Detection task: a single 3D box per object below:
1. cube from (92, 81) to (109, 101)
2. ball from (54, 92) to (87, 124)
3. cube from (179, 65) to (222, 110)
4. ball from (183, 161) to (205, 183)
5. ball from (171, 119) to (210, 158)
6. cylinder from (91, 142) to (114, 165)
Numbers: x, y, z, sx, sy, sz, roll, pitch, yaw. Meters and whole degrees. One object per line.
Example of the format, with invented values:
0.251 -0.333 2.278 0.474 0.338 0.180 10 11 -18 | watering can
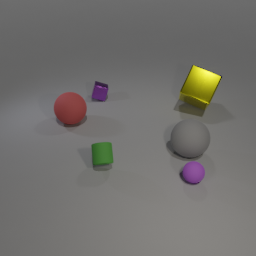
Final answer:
-1.430 -1.887 14.273 0.700 0.700 0.700 14 25 -13 | cube
-2.488 -0.851 12.105 1.400 1.400 1.400 0 31 0 | ball
3.282 -1.826 12.921 1.400 1.400 1.400 25 -3 10 | cube
2.105 1.415 8.971 0.700 0.700 0.700 0 31 0 | ball
2.242 0.365 10.094 1.400 1.400 1.400 0 31 0 | ball
-0.868 0.876 9.499 0.700 0.700 0.700 -6 -10 -1 | cylinder
